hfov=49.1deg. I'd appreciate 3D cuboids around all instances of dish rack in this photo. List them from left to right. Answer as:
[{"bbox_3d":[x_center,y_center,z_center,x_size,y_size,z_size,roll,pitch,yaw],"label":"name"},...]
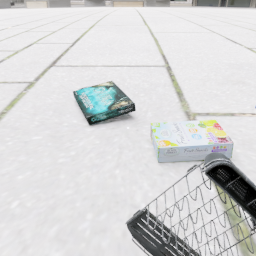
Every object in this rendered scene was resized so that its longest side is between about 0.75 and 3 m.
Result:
[{"bbox_3d":[0.847,1.167,3.276,1.323,1.725,0.470,43,23,-8],"label":"dish rack"}]

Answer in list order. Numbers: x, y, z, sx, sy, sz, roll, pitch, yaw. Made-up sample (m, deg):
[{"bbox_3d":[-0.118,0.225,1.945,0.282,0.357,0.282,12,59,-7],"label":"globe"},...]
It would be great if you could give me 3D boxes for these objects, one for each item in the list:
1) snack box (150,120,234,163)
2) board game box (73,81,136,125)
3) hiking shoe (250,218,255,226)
[{"bbox_3d":[1.444,0.273,6.630,1.687,0.447,1.200,-3,27,-3],"label":"snack box"},{"bbox_3d":[-0.802,-0.862,8.675,1.439,0.299,2.127,-18,32,-14],"label":"board game box"},{"bbox_3d":[2.289,1.091,4.297,0.587,0.780,1.549,-30,10,42],"label":"hiking shoe"}]
